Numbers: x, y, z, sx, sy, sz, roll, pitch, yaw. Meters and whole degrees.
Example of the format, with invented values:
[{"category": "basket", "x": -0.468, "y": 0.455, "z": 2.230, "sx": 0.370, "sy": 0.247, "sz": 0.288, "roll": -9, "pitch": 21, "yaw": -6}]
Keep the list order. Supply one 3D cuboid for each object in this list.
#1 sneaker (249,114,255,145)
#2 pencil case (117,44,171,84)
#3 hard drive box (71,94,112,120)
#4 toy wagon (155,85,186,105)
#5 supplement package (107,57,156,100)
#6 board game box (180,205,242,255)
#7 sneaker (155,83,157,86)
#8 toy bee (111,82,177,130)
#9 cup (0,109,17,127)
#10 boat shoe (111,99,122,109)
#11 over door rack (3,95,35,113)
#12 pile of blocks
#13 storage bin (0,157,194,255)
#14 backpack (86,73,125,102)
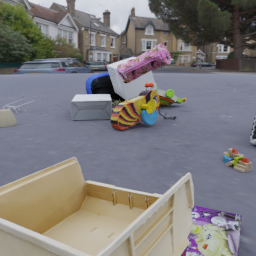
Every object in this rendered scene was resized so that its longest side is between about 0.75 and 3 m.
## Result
[{"category": "sneaker", "x": 4.631, "y": -0.085, "z": 8.876, "sx": 1.193, "sy": 1.106, "sz": 2.944, "roll": 18, "pitch": 22, "yaw": 28}, {"category": "pencil case", "x": 0.542, "y": -2.195, "z": 9.612, "sx": 1.892, "sy": 0.819, "sz": 0.783, "roll": -19, "pitch": -41, "yaw": 32}, {"category": "hard drive box", "x": -1.608, "y": -0.991, "z": 12.689, "sx": 1.715, "sy": 0.845, "sz": 2.200, "roll": -1, "pitch": 14, "yaw": -5}, {"category": "toy wagon", "x": 1.822, "y": -1.676, "z": 15.012, "sx": 2.655, "sy": 0.525, "sz": 2.060, "roll": 16, "pitch": -5, "yaw": -8}, {"category": "supplement package", "x": 0.107, "y": -2.402, "z": 13.184, "sx": 1.504, "sy": 1.486, "sz": 2.481, "roll": -20, "pitch": 20, "yaw": -9}, {"category": "board game box", "x": 0.992, "y": 1.563, "z": 3.811, "sx": 0.972, "sy": 0.262, "sz": 1.620, "roll": 2, "pitch": 14, "yaw": 24}, {"category": "sneaker", "x": 1.182, "y": -2.108, "z": 14.488, "sx": 0.309, "sy": 0.376, "sz": 0.817, "roll": -41, "pitch": 2, "yaw": -34}, {"category": "toy bee", "x": 0.540, "y": -0.929, "z": 10.902, "sx": 1.926, "sy": 1.599, "sz": 2.942, "roll": -1, "pitch": 10, "yaw": 33}, {"category": "cup", "x": -4.790, "y": -0.410, "z": 10.910, "sx": 0.834, "sy": 0.597, "sz": 0.834, "roll": 0, "pitch": 14, "yaw": 0}, {"category": "boat shoe", "x": -0.596, "y": -1.203, "z": 14.336, "sx": 0.558, "sy": 0.467, "sz": 1.562, "roll": -12, "pitch": 18, "yaw": -40}, {"category": "over door rack", "x": -5.370, "y": -1.155, "z": 13.964, "sx": 0.994, "sy": 0.448, "sz": 1.345, "roll": 8, "pitch": 37, "yaw": 32}, {"category": "pile of blocks", "x": 2.605, "y": 0.723, "z": 6.886, "sx": 0.457, "sy": 0.346, "sz": 1.112, "roll": -2, "pitch": 14, "yaw": -9}, {"category": "storage bin", "x": -0.482, "y": 1.144, "z": 3.490, "sx": 2.057, "sy": 0.964, "sz": 2.042, "roll": 2, "pitch": 14, "yaw": 35}, {"category": "backpack", "x": -1.229, "y": -2.161, "z": 15.622, "sx": 2.245, "sy": 1.824, "sz": 1.884, "roll": -19, "pitch": 17, "yaw": -24}]
